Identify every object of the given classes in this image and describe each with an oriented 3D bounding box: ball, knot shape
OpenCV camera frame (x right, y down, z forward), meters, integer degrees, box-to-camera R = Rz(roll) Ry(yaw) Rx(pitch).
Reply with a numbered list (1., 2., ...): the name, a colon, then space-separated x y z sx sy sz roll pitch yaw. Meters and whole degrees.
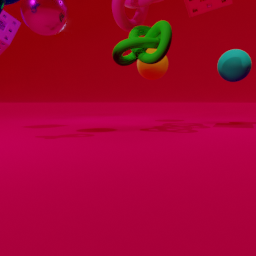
1. ball: -1.886 -2.654 6.374 1.050 1.050 1.050 0 6 0
2. knot shape: 0.447 -3.570 7.495 0.932 2.016 1.886 41 21 -5
3. ball: 0.899 -2.335 10.246 1.135 1.135 1.135 0 6 0
4. ball: 3.503 -2.049 9.236 1.057 1.057 1.057 0 6 0
5. knot shape: 0.462 -2.120 6.927 1.603 0.741 1.500 -11 31 31
6. knot shape: -2.558 -2.496 5.048 1.240 1.160 0.573 22 13 -36

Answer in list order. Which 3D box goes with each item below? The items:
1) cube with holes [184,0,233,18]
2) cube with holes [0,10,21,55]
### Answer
1. cube with holes: 1.986 -3.859 7.289 1.126 1.126 1.126 -11 -32 23
2. cube with holes: -3.581 -2.630 7.570 0.823 0.823 0.823 32 -32 -34
